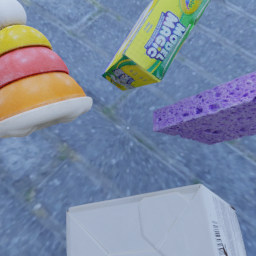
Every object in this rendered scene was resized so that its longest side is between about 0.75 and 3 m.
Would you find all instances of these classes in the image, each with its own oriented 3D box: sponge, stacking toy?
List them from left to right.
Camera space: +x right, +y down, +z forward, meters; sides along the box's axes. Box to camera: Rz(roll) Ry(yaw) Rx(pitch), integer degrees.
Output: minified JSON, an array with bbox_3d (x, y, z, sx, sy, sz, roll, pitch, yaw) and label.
[{"bbox_3d":[-1.400,-0.898,3.809,1.392,1.392,1.905,-19,92,-9],"label":"stacking toy"},{"bbox_3d":[1.987,-0.304,4.213,1.653,2.962,0.442,14,69,-38],"label":"sponge"}]

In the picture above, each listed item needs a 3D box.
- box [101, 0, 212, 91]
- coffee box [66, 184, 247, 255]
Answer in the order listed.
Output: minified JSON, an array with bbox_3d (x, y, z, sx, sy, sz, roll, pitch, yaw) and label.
[{"bbox_3d":[0.403,-1.516,4.694,0.698,2.885,1.693,34,86,-15],"label":"box"},{"bbox_3d":[0.585,1.475,3.487,1.439,2.545,1.016,-15,65,21],"label":"coffee box"}]
